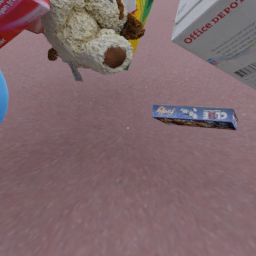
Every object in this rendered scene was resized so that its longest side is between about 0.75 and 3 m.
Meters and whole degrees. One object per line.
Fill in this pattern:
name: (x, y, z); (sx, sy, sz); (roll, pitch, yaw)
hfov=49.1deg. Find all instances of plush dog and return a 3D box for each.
plush dog: (-0.673, -1.986, 5.188); (1.710, 1.991, 1.597); (-51, 17, -27)

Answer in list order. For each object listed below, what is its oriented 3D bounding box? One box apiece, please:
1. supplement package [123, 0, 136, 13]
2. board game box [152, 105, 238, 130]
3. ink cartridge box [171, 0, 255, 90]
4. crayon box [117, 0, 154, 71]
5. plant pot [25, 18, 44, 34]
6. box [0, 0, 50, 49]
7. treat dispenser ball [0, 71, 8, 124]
supplement package: (-0.439, -2.987, 6.576); (1.177, 0.691, 0.688); (-40, 69, -23)
board game box: (1.060, -0.164, 4.399); (1.178, 0.204, 0.798); (5, -6, 27)
ink cartridge box: (1.947, -1.798, 4.374); (1.990, 1.446, 1.440); (22, 67, -22)
crayon box: (-0.344, -3.081, 7.725); (1.669, 2.628, 0.668); (18, -2, 17)
plant pot: (-2.053, -3.441, 6.554); (2.094, 2.037, 2.094); (27, 24, -13)
box: (-2.534, -1.791, 4.004); (2.620, 1.251, 1.306); (-21, -15, 30)
treat dispenser ball: (-2.107, -0.380, 3.258); (1.317, 1.317, 1.317); (0, 32, 0)
